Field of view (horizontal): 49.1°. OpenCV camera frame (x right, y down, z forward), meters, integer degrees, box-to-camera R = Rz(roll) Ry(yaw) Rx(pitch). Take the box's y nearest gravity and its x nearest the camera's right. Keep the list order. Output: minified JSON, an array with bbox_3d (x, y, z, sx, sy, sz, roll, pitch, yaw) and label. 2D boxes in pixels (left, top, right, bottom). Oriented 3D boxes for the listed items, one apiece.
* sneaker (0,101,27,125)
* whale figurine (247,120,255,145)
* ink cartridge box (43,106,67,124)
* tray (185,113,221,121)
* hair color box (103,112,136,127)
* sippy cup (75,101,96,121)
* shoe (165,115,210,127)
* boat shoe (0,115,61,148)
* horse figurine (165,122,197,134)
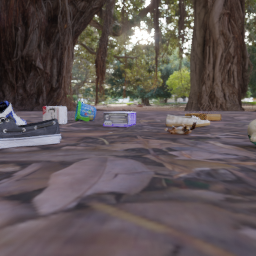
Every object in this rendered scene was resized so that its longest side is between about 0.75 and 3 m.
[{"bbox_3d":[-4.097,-0.400,9.620,0.746,1.066,1.846,2,5,7],"label":"sneaker"},{"bbox_3d":[2.969,0.222,5.762,0.905,0.590,1.137,-17,28,-1],"label":"whale figurine"},{"bbox_3d":[-3.635,-0.640,13.875,1.191,0.874,0.493,2,4,32],"label":"ink cartridge box"},{"bbox_3d":[4.671,-0.694,17.615,1.126,0.423,2.282,-1,5,-19],"label":"tray"},{"bbox_3d":[-0.331,-0.412,12.532,1.097,0.650,2.007,2,3,11],"label":"hair color box"},{"bbox_3d":[-2.494,-0.915,16.558,1.107,1.510,1.186,10,-27,-16],"label":"sippy cup"},{"bbox_3d":[2.558,-0.309,12.014,1.887,0.504,0.660,1,5,10],"label":"shoe"},{"bbox_3d":[-2.530,0.052,6.181,2.102,0.696,0.735,-2,5,-24],"label":"boat shoe"},{"bbox_3d":[1.639,0.037,8.731,1.087,0.271,0.720,-7,-16,25],"label":"horse figurine"}]
